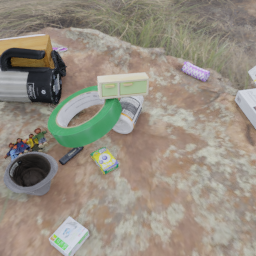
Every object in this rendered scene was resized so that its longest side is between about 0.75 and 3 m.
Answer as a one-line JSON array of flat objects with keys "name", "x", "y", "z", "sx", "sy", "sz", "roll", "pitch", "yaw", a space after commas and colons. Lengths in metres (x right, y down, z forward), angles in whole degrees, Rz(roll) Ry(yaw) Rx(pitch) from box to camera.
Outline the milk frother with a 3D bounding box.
[{"name": "milk frother", "x": -4.340, "y": -2.410, "z": 12.904, "sx": 2.595, "sy": 2.490, "sz": 2.759, "roll": 3, "pitch": 10, "yaw": 2}]

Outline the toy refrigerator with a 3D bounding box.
[{"name": "toy refrigerator", "x": -0.177, "y": -1.558, "z": 10.386, "sx": 1.837, "sy": 0.697, "sz": 0.643, "roll": -6, "pitch": 34, "yaw": -10}]

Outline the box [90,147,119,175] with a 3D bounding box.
[{"name": "box", "x": -0.901, "y": 1.157, "z": 10.503, "sx": 0.649, "sy": 0.268, "sz": 1.106, "roll": -27, "pitch": 51, "yaw": -24}]

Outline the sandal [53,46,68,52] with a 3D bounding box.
[{"name": "sandal", "x": -3.876, "y": -4.480, "z": 15.798, "sx": 0.918, "sy": 0.226, "sz": 0.374, "roll": 0, "pitch": 47, "yaw": 0}]

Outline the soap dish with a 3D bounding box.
[{"name": "soap dish", "x": -4.899, "y": -3.142, "z": 13.203, "sx": 2.834, "sy": 2.230, "sz": 1.151, "roll": -10, "pitch": 54, "yaw": -9}]

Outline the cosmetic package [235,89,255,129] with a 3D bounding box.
[{"name": "cosmetic package", "x": 6.050, "y": -0.774, "z": 12.078, "sx": 1.811, "sy": 0.621, "sz": 2.402, "roll": -8, "pitch": 47, "yaw": -11}]

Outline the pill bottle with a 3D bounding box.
[{"name": "pill bottle", "x": -0.016, "y": -0.707, "z": 11.691, "sx": 1.049, "sy": 1.049, "sz": 1.804, "roll": 14, "pitch": 49, "yaw": 13}]

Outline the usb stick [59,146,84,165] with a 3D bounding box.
[{"name": "usb stick", "x": -2.161, "y": 1.000, "z": 10.702, "sx": 0.304, "sy": 0.179, "sz": 1.096, "roll": 31, "pitch": 54, "yaw": 26}]

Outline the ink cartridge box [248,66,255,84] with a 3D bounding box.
[{"name": "ink cartridge box", "x": 4.326, "y": -1.497, "z": 8.972, "sx": 0.645, "sy": 0.370, "sz": 0.888, "roll": 25, "pitch": 40, "yaw": -35}]

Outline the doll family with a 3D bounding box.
[{"name": "doll family", "x": -3.884, "y": 0.665, "z": 10.682, "sx": 1.824, "sy": 0.716, "sz": 1.054, "roll": -24, "pitch": 56, "yaw": -17}]

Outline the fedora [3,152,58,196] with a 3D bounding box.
[{"name": "fedora", "x": -3.225, "y": 1.690, "z": 9.565, "sx": 1.951, "sy": 0.881, "sz": 1.726, "roll": 23, "pitch": 49, "yaw": 31}]

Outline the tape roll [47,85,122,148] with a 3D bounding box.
[{"name": "tape roll", "x": -1.713, "y": -0.527, "z": 11.061, "sx": 2.935, "sy": 0.705, "sz": 2.935, "roll": -18, "pitch": 37, "yaw": 14}]

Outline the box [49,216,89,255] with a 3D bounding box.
[{"name": "box", "x": -1.751, "y": 3.286, "z": 8.400, "sx": 0.785, "sy": 0.430, "sz": 0.889, "roll": 27, "pitch": 52, "yaw": 25}]

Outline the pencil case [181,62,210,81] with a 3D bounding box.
[{"name": "pencil case", "x": 3.394, "y": -2.853, "z": 14.017, "sx": 1.398, "sy": 0.598, "sz": 0.587, "roll": 32, "pitch": 64, "yaw": 25}]
